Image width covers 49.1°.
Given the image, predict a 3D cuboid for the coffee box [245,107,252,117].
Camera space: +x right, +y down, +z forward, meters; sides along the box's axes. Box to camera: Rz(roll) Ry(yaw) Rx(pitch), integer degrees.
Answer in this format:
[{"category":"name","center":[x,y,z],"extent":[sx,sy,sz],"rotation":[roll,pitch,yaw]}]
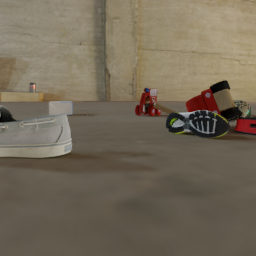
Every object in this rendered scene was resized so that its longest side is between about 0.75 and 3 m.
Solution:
[{"category":"coffee box","center":[4.384,-0.765,12.345],"extent":[1.294,0.463,2.105],"rotation":[0,7,-1]}]

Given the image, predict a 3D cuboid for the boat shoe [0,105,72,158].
[{"category":"boat shoe","center":[-1.881,0.027,4.236],"extent":[2.082,0.741,0.726],"rotation":[0,7,2]}]

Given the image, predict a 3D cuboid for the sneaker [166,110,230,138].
[{"category":"sneaker","center":[1.617,-0.114,6.309],"extent":[0.661,0.603,1.632],"rotation":[-1,7,-35]}]

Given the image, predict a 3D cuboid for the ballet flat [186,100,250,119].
[{"category":"ballet flat","center":[3.380,-0.742,11.062],"extent":[2.579,0.875,0.971],"rotation":[7,27,33]}]

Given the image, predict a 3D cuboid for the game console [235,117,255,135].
[{"category":"game console","center":[4.077,0.005,6.378],"extent":[2.279,0.400,2.576],"rotation":[-1,6,-31]}]

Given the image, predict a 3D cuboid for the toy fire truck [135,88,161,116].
[{"category":"toy fire truck","center":[0.913,-1.175,12.526],"extent":[0.823,1.233,1.468],"rotation":[4,8,31]}]

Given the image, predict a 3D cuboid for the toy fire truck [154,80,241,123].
[{"category":"toy fire truck","center":[1.785,-0.509,7.680],"extent":[2.006,1.291,1.766],"rotation":[-21,-9,11]}]

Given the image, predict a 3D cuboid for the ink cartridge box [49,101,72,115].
[{"category":"ink cartridge box","center":[-3.243,-0.981,13.522],"extent":[1.050,0.619,1.823],"rotation":[-1,7,-13]}]
